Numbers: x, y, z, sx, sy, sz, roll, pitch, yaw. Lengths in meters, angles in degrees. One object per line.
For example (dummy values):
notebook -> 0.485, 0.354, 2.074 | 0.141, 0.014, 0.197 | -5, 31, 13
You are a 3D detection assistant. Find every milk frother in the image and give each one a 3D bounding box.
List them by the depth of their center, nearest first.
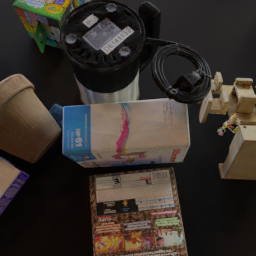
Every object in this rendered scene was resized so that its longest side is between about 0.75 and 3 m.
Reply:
milk frother -> 0.161, -1.122, 6.621 | 2.607, 2.717, 2.889 | -26, 73, -8

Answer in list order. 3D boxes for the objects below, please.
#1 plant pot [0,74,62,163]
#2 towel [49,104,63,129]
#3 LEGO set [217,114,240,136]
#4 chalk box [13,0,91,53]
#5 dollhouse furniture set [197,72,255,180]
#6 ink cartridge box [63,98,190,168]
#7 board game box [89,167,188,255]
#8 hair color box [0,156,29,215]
plant pot -> -2.596, -0.083, 6.888 | 1.674, 1.920, 1.920 | 39, 75, -5
towel -> -1.728, -0.254, 7.637 | 0.980, 0.238, 0.547 | 28, 72, 9
LEGO set -> 2.494, -0.071, 6.602 | 0.432, 0.939, 0.349 | -39, 78, -17
chalk box -> -2.179, -3.290, 8.063 | 1.415, 1.425, 2.283 | 21, 71, 7
dollhouse furniture set -> 2.933, -0.105, 7.239 | 2.104, 1.595, 2.400 | 3, 49, 1
ink cartridge box -> 0.031, 0.199, 6.468 | 2.601, 1.879, 1.101 | -5, 73, 5
board game box -> 0.196, 2.223, 6.288 | 1.890, 1.148, 2.371 | -5, 71, -2
hair color box -> -3.684, 1.745, 6.671 | 1.306, 0.775, 2.390 | 31, 72, 9
